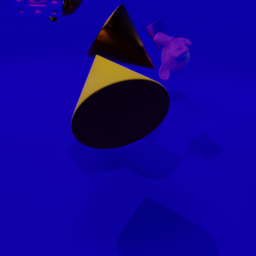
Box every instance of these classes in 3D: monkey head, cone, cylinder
[{"bbox_3d":[1.053,-1.855,7.009,1.024,0.857,1.423,27,51,5],"label":"monkey head"},{"bbox_3d":[-0.337,-0.758,4.841,1.613,1.613,1.619,-10,53,-17],"label":"cone"},{"bbox_3d":[0.960,-3.232,10.096,0.930,0.930,0.930,-27,12,6],"label":"cylinder"},{"bbox_3d":[0.051,-1.808,6.505,1.446,1.441,1.441,36,30,-9],"label":"cone"},{"bbox_3d":[-2.162,-4.411,9.128,1.389,1.931,1.164,34,13,-24],"label":"monkey head"}]

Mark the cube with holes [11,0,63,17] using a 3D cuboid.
[{"bbox_3d":[-2.127,-3.416,6.462,1.116,1.116,1.116,-4,74,-16],"label":"cube with holes"}]
